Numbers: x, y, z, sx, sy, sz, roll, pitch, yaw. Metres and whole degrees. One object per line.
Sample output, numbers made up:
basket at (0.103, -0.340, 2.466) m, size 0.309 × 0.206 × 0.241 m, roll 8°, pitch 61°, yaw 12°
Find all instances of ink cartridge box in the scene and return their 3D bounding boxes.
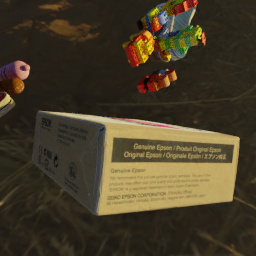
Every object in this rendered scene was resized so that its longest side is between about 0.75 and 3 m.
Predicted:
ink cartridge box at (-0.071, 0.373, 4.532) m, size 2.256 × 2.739 × 1.029 m, roll 3°, pitch 94°, yaw -33°

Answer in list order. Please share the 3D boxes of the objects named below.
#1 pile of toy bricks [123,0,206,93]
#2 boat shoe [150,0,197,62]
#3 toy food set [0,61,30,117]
pile of toy bricks at (0.838, -1.535, 4.922) m, size 1.068 × 1.200 × 2.163 m, roll -4°, pitch 37°, yaw 31°
boat shoe at (1.090, -3.006, 7.465) m, size 0.990 × 0.988 × 2.734 m, roll -6°, pitch 61°, yaw 43°
toy food set at (-2.828, -0.802, 5.939) m, size 1.702 × 0.422 × 2.677 m, roll -32°, pitch 32°, yaw 0°
